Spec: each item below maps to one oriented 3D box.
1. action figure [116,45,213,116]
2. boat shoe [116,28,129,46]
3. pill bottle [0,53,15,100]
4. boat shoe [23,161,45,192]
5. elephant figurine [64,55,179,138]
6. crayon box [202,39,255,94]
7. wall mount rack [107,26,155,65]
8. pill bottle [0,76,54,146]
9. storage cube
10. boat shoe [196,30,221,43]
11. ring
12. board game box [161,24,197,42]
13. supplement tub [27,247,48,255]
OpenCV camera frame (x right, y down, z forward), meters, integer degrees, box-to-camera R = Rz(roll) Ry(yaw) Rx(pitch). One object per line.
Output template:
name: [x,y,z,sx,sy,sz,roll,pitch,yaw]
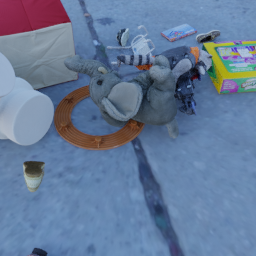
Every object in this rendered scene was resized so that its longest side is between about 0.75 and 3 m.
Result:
action figure: [1.175,-1.628,8.239,2.789,1.508,2.883,-13,42,1]
boat shoe: [-0.246,-3.421,10.580,0.404,0.506,1.338,4,30,8]
pill bottle: [-3.200,-0.769,5.403,2.036,1.217,1.217,-14,41,29]
boat shoe: [-2.016,0.972,5.948,0.457,0.391,1.248,3,7,-13]
elephant figurine: [-0.159,-0.823,7.327,2.618,1.852,2.031,-11,46,-5]
crayon box: [3.825,-2.070,9.222,2.328,0.679,2.009,-5,49,-5]
wall mount rack: [0.119,-2.835,10.001,1.552,0.666,1.786,-31,45,17]
pill bottle: [-3.472,-0.698,7.293,2.857,1.663,1.663,23,52,21]
storage cube: [-2.955,-2.749,8.677,2.184,2.555,2.297,-17,56,-16]
boat shoe: [3.126,-3.494,10.767,0.989,0.355,0.294,-15,54,-8]
ring: [-0.786,-0.476,8.055,2.673,0.256,2.673,0,48,0]
board game box: [2.040,-3.827,11.210,1.323,0.129,0.681,-25,51,-22]
supplement tub: [-1.763,2.622,5.096,0.424,0.424,0.793,11,48,10]
